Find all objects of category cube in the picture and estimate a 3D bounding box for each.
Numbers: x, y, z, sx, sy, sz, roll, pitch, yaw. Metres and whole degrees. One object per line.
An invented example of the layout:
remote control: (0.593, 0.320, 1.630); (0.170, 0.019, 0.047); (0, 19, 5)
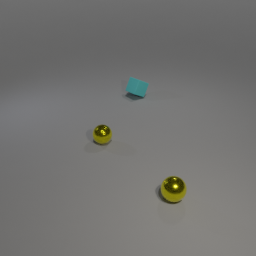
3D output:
cube: (0.436, -1.967, 13.443); (0.700, 0.700, 0.700); (10, 14, -44)

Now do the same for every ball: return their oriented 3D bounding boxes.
ball: (1.236, 1.645, 7.576); (0.700, 0.700, 0.700); (0, 30, 0)
ball: (-0.914, 0.219, 10.009); (0.700, 0.700, 0.700); (0, 30, 0)
